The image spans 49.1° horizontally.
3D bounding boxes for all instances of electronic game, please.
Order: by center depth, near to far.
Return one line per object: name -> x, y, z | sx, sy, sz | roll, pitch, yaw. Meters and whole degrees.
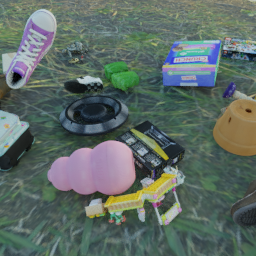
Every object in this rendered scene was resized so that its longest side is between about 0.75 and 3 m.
electronic game -> -1.273, -0.507, 10.586 | 2.597, 0.540, 2.597 | -2, 34, 2

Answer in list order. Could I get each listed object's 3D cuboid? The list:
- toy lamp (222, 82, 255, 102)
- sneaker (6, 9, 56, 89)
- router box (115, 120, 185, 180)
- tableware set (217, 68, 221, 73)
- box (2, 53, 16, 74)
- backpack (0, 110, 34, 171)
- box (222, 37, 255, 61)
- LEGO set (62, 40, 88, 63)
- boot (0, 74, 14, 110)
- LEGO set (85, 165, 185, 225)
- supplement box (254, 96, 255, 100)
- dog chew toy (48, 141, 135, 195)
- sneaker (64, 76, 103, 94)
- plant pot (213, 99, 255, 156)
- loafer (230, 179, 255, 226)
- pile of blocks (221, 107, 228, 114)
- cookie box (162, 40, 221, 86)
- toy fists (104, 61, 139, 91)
toy lamp -> 4.932, -0.839, 10.536 | 2.673, 0.778, 0.778 | 32, 49, 10
sneaker -> -2.968, -2.267, 8.558 | 0.925, 2.552, 1.455 | 24, 31, -23
router box -> 0.704, 0.666, 9.347 | 1.477, 0.491, 1.879 | -28, 49, -27
tableware set -> 3.811, -2.856, 13.412 | 1.182, 0.237, 0.781 | -14, 44, -14
box -> -5.338, -2.726, 12.875 | 0.649, 0.792, 1.668 | -13, 45, -15
backpack -> -4.332, 0.300, 9.080 | 1.924, 1.475, 1.691 | 10, 48, 20
box -> 6.138, -4.113, 14.648 | 2.292, 0.432, 1.565 | 11, 43, 12
LEGO set -> -2.682, -4.045, 14.477 | 1.293, 0.564, 1.991 | -17, 45, -18
boot -> -5.218, -1.091, 11.102 | 1.374, 1.059, 2.834 | 40, 59, 18
LEGO set -> 0.409, 2.127, 7.653 | 2.939, 1.094, 1.352 | -23, 12, -17
supplement box -> 6.452, -1.270, 10.569 | 1.372, 1.740, 2.658 | -31, 50, -28
dog chew toy -> -1.071, 1.217, 8.088 | 2.483, 1.546, 1.546 | -8, 42, 3
sneaker -> -1.943, -1.924, 12.157 | 1.657, 0.614, 0.733 | -1, 41, -15
plant pot -> 3.985, -0.124, 9.648 | 1.817, 1.272, 1.817 | 0, 43, 0
loafer -> 3.652, 1.937, 7.809 | 2.381, 0.869, 0.845 | -15, 36, -27
pile of blocks -> 4.450, -0.721, 10.885 | 1.551, 0.482, 0.637 | 7, 43, 7
cookie box -> 2.957, -2.983, 12.744 | 2.267, 0.996, 2.650 | 5, 42, 21
toy fists -> -0.389, -2.332, 12.526 | 1.043, 0.704, 2.046 | -12, 42, -23
